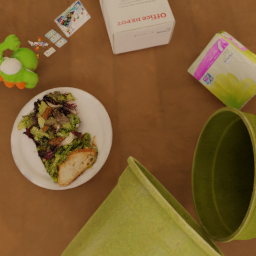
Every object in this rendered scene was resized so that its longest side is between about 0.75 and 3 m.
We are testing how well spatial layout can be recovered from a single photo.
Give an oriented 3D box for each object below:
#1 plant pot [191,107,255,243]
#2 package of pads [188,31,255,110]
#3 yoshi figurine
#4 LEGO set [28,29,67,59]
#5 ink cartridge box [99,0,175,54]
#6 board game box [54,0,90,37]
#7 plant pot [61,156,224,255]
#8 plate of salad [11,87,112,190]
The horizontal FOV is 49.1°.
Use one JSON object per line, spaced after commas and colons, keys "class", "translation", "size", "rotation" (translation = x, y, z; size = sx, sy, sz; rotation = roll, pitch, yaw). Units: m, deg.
{"class": "plant pot", "translation": [3.376, 1.154, 6.491], "size": [2.837, 2.947, 2.947], "rotation": [7, 73, -8]}
{"class": "package of pads", "translation": [2.841, -1.584, 7.798], "size": [1.895, 1.464, 0.646], "rotation": [45, 42, 10]}
{"class": "yoshi figurine", "translation": [-3.620, -2.065, 7.891], "size": [2.459, 1.382, 1.377], "rotation": [28, 92, -22]}
{"class": "LEGO set", "translation": [-2.362, -2.439, 8.071], "size": [0.972, 0.239, 0.726], "rotation": [-43, 68, -12]}
{"class": "ink cartridge box", "translation": [0.142, -3.766, 8.612], "size": [1.861, 1.121, 2.562], "rotation": [-14, 71, -5]}
{"class": "board game box", "translation": [-1.538, -3.047, 7.809], "size": [0.890, 0.562, 0.154], "rotation": [-46, 35, -11]}
{"class": "plant pot", "translation": [0.091, 2.554, 6.122], "size": [2.652, 2.884, 2.884], "rotation": [-43, 78, 0]}
{"class": "plate of salad", "translation": [-1.861, 0.207, 7.568], "size": [2.864, 0.688, 2.864], "rotation": [-1, 78, 6]}
